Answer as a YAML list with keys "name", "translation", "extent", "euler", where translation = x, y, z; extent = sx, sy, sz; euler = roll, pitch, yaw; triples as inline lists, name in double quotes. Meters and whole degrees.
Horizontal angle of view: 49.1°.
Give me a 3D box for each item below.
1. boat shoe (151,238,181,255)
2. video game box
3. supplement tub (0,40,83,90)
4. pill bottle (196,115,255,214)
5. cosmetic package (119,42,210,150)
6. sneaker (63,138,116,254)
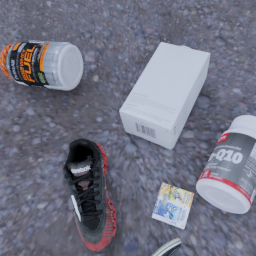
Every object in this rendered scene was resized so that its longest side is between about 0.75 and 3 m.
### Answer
- name: "boat shoe"
  translation: [0.608, 3.316, 6.478]
  extent: [1.865, 0.696, 0.581]
  euler: [-41, 70, -13]
- name: "video game box"
  translation: [1.179, 2.039, 7.363]
  extent: [0.878, 0.225, 0.963]
  euler: [18, 73, 7]
- name: "supplement tub"
  translation: [-2.740, -2.009, 8.854]
  extent: [2.352, 1.441, 1.441]
  euler: [9, 60, 22]
- name: "pill bottle"
  translation: [2.904, 0.891, 7.428]
  extent: [1.357, 1.357, 2.383]
  euler: [28, 64, 15]
- name: "cosmetic package"
  translation: [1.175, -1.074, 8.457]
  extent: [1.672, 1.202, 2.963]
  euler: [22, 63, 22]
- name: "sneaker"
  translation: [-0.998, 1.533, 6.966]
  extent: [1.048, 1.449, 2.966]
  euler: [-13, 61, 4]
